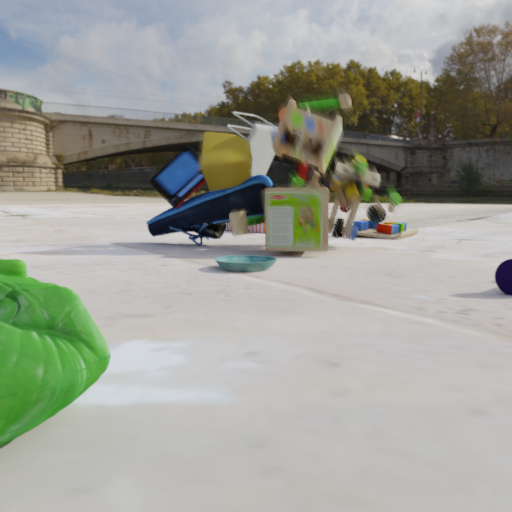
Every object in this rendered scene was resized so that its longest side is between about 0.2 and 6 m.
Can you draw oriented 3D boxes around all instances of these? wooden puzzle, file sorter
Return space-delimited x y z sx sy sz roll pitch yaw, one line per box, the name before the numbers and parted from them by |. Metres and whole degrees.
wooden puzzle | 3.423 -0.779 15.857 1.965 0.455 1.820 4 8 31
file sorter | -0.248 -2.587 13.528 0.961 1.543 1.071 40 28 29

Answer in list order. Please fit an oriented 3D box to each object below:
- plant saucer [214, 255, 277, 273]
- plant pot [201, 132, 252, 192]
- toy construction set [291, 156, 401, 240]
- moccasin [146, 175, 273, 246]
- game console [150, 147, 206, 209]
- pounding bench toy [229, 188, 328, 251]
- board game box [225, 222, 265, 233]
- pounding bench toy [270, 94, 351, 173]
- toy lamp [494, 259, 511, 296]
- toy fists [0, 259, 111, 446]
plant saucer | -0.174 0.138 9.414 1.051 0.189 1.051 0 6 0
plant pot | -0.585 -2.034 11.944 0.958 0.931 0.937 -3 -33 8
toy construction set | 1.896 -1.746 12.451 2.346 1.803 1.956 36 56 22
moccasin | -1.092 -0.858 13.092 3.336 1.137 1.342 -15 17 28
game console | -1.733 -1.856 13.070 1.312 0.778 1.130 -44 19 -2
pounding bench toy | 0.518 -0.771 11.715 1.982 1.231 1.546 0 5 7
board game box | 0.385 -1.169 18.288 2.057 0.629 2.715 6 9 42
pounding bench toy | 1.157 -2.861 12.039 1.303 1.670 1.038 23 2 9
toy lamp | 3.898 0.172 7.717 0.551 0.551 1.894 7 9 44
toy fists | -2.273 0.483 3.390 2.841 0.977 1.448 1 6 21
